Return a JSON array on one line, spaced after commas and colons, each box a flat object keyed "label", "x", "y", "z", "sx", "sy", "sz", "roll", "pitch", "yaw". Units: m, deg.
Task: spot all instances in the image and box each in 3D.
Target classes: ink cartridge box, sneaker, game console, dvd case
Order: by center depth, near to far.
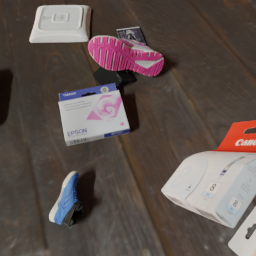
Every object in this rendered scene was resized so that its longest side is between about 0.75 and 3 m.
[{"label": "ink cartridge box", "x": 2.059, "y": 0.628, "z": 5.932, "sx": 0.618, "sy": 2.093, "sz": 2.615, "roll": 41, "pitch": 76, "yaw": -11}, {"label": "ink cartridge box", "x": 4.209, "y": 3.253, "z": 6.887, "sx": 2.863, "sy": 0.971, "sz": 1.661, "roll": 39, "pitch": 63, "yaw": 23}, {"label": "sneaker", "x": -1.523, "y": 2.019, "z": 7.964, "sx": 0.853, "sy": 0.588, "sz": 1.533, "roll": 14, "pitch": 60, "yaw": 16}, {"label": "ink cartridge box", "x": -1.243, "y": -0.626, "z": 9.765, "sx": 2.171, "sy": 0.479, "sz": 2.212, "roll": -13, "pitch": 64, "yaw": -8}, {"label": "sneaker", "x": -0.133, "y": -2.850, "z": 10.901, "sx": 2.936, "sy": 1.194, "sz": 1.295, "roll": 13, "pitch": 26, "yaw": -19}, {"label": "game console", "x": -0.553, "y": -2.010, "z": 11.082, "sx": 1.120, "sy": 0.741, "sz": 1.274, "roll": -7, "pitch": 50, "yaw": -42}, {"label": "dvd case", "x": 0.129, "y": -4.040, "z": 12.501, "sx": 1.059, "sy": 0.114, "sz": 1.424, "roll": -10, "pitch": 56, "yaw": -7}]

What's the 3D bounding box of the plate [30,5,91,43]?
[{"label": "plate", "x": -3.083, "y": -4.954, "z": 12.954, "sx": 2.656, "sy": 0.429, "sz": 2.650, "roll": -1, "pitch": 56, "yaw": -1}]
